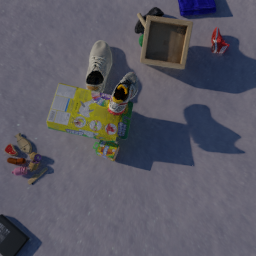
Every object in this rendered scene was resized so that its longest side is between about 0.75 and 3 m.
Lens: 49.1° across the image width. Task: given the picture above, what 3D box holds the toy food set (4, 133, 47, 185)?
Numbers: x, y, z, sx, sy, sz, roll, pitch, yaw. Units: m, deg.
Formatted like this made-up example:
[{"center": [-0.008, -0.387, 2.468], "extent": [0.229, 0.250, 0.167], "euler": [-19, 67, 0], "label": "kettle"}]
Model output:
[{"center": [-3.951, 1.144, 10.427], "extent": [1.184, 0.293, 1.862], "euler": [-43, 76, -13], "label": "toy food set"}]

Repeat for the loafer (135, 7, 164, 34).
[{"center": [0.928, -4.679, 12.258], "extent": [0.579, 0.560, 1.648], "euler": [36, 71, 22], "label": "loafer"}]

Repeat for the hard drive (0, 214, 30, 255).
[{"center": [-4.174, 3.747, 9.581], "extent": [1.326, 0.218, 0.926], "euler": [36, 75, 11], "label": "hard drive"}]

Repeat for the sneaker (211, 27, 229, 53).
[{"center": [3.989, -3.738, 12.075], "extent": [0.674, 0.457, 1.166], "euler": [8, 84, -6], "label": "sneaker"}]

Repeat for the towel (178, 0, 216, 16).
[{"center": [3.111, -5.710, 12.695], "extent": [1.661, 0.411, 1.226], "euler": [-5, 72, -2], "label": "towel"}]

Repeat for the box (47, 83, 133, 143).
[{"center": [-1.290, -0.504, 10.074], "extent": [2.816, 0.681, 1.652], "euler": [13, 66, -3], "label": "box"}]

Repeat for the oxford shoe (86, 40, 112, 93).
[{"center": [-1.203, -2.541, 11.452], "extent": [0.981, 0.753, 2.608], "euler": [6, 69, 5], "label": "oxford shoe"}]

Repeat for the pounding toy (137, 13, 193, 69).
[{"center": [1.295, -3.581, 11.337], "extent": [2.249, 1.599, 2.070], "euler": [9, 102, 3], "label": "pounding toy"}]

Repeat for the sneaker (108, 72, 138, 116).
[{"center": [-0.078, -1.312, 9.866], "extent": [0.742, 0.783, 1.906], "euler": [22, 55, 2], "label": "sneaker"}]

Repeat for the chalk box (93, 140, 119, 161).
[{"center": [-0.849, 0.773, 10.407], "extent": [0.928, 0.575, 0.579], "euler": [20, 72, 7], "label": "chalk box"}]
